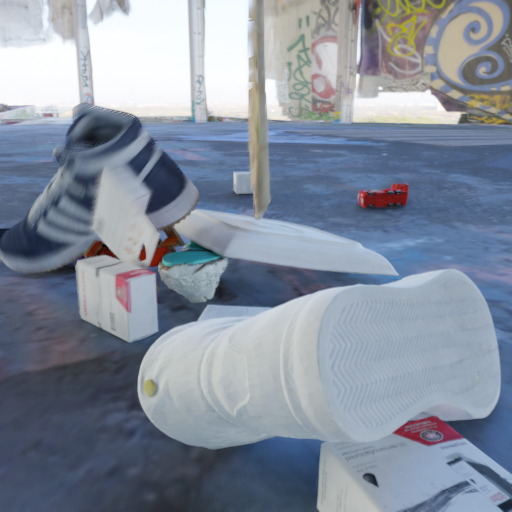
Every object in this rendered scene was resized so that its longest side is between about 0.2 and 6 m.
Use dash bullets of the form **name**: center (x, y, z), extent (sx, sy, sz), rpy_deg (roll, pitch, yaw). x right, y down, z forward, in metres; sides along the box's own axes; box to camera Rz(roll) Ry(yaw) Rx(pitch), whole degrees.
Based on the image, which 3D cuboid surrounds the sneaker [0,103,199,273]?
- **sneaker**: center (-2.561, -0.898, 7.587), extent (3.195, 1.733, 1.120), rpy_deg (-16, 46, 17)

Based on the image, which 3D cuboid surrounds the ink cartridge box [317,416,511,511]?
- **ink cartridge box**: center (1.086, 1.575, 3.268), extent (0.967, 0.546, 1.318), rpy_deg (-6, 17, -22)

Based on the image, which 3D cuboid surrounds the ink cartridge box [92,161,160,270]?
- **ink cartridge box**: center (-1.508, -0.351, 6.753), extent (0.272, 1.217, 1.072), rpy_deg (-34, 75, -36)

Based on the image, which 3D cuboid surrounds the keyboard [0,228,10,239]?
- **keyboard**: center (-4.276, -0.308, 10.083), extent (2.241, 0.287, 1.346), rpy_deg (-3, 10, -6)

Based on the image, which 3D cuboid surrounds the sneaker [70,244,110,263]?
- **sneaker**: center (-2.834, -0.108, 8.944), extent (1.431, 0.576, 0.633), rpy_deg (-12, 30, -31)

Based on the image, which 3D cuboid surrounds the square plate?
- **square plate**: center (0.277, -0.268, 8.504), extent (2.790, 0.397, 2.763), rpy_deg (6, 8, -26)

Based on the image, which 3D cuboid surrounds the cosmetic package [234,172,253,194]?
- **cosmetic package**: center (-0.259, -1.990, 15.193), extent (0.644, 0.531, 0.531), rpy_deg (-3, 17, -10)

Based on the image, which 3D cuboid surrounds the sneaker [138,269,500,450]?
- **sneaker**: center (0.654, 0.825, 4.558), extent (1.914, 1.220, 3.312), rpy_deg (-15, -17, 38)

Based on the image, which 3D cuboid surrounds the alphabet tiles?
- **alphabet tiles**: center (-0.005, -2.116, 8.063), extent (0.142, 3.148, 3.766), rpy_deg (-2, 0, -2)

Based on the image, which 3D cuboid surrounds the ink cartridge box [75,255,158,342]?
- **ink cartridge box**: center (-1.642, 0.476, 6.570), extent (1.043, 0.760, 0.442), rpy_deg (14, 21, 39)

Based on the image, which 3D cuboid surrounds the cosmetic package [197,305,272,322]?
- **cosmetic package**: center (-0.205, 0.866, 5.592), extent (0.700, 0.577, 0.577), rpy_deg (1, 17, 9)

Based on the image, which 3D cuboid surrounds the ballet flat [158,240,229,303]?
- **ballet flat**: center (-0.704, 0.206, 7.414), extent (0.820, 0.820, 2.285), rpy_deg (2, 11, 6)

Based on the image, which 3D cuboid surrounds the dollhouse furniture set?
- **dollhouse furniture set**: center (-1.687, 0.054, 7.520), extent (1.139, 0.593, 1.151), rpy_deg (-6, 40, 29)

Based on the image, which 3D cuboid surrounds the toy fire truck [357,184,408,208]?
- **toy fire truck**: center (3.162, -1.495, 13.811), extent (1.557, 0.379, 1.098), rpy_deg (-4, 17, -11)
